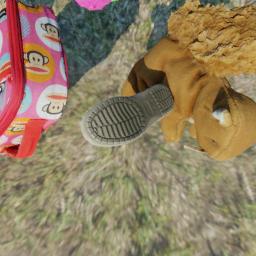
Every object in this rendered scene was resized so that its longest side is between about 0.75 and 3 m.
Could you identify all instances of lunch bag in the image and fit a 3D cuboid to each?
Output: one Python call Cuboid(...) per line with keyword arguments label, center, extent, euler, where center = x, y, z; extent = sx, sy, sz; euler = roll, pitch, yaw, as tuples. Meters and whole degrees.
Cuboid(label="lunch bag", center=(-2.032, -0.589, 4.914), extent=(1.101, 2.687, 2.366), euler=(3, 66, -41))

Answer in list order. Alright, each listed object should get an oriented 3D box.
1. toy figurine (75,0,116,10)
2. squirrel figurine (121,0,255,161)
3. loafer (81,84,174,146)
Cuboid(label="toy figurine", center=(-0.659, -3.019, 5.407), extent=(1.244, 1.657, 1.526), euler=(-9, 41, 20))
Cuboid(label="squirrel figurine", center=(1.352, -0.816, 4.721), extent=(1.849, 2.613, 2.439), euler=(7, 27, -26))
Cuboid(label="loafer", center=(-0.007, -0.156, 4.198), extent=(1.790, 0.611, 0.677), euler=(-23, 89, -41))
